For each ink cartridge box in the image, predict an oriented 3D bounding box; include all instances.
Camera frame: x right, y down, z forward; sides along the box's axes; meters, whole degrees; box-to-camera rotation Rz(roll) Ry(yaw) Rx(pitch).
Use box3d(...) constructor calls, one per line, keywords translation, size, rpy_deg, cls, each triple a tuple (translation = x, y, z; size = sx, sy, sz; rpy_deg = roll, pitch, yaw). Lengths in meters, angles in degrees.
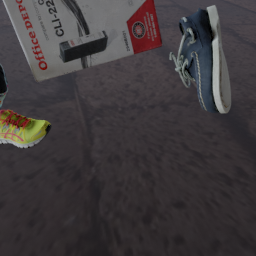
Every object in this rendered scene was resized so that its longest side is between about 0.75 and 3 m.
box3d(translation=(-0.872, -2.275, 5.596), size=(2.672, 1.928, 1.119), rpy_deg=(-16, 25, 0), cls="ink cartridge box")

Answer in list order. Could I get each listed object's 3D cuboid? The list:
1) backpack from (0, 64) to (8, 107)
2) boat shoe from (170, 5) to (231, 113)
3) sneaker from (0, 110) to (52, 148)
box3d(translation=(-2.810, -0.802, 5.277), size=(0.961, 0.815, 1.083), rpy_deg=(8, 35, -44), cls="backpack")
box3d(translation=(1.306, -1.330, 5.150), size=(0.897, 1.086, 2.901), rpy_deg=(-9, 49, 20), cls="boat shoe")
box3d(translation=(-1.711, -0.034, 4.225), size=(1.190, 0.537, 0.465), rpy_deg=(-2, 41, 22), cls="sneaker")
